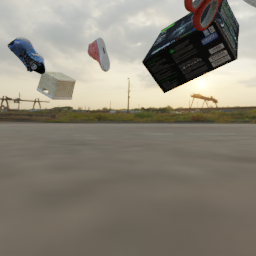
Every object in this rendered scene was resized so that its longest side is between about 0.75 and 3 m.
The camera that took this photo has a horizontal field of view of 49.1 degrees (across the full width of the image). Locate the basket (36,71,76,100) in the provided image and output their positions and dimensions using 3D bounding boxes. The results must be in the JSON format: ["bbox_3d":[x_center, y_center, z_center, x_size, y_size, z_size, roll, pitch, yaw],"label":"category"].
[{"bbox_3d":[-2.917,-1.732,11.429,1.102,0.894,1.112,29,22,29],"label":"basket"}]

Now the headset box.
[{"bbox_3d":[2.016,-2.640,8.575,2.360,1.258,2.711,-22,27,37],"label":"headset box"}]

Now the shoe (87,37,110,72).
[{"bbox_3d":[-1.260,-3.033,11.981,0.698,1.535,0.548,-18,-10,33],"label":"shoe"}]

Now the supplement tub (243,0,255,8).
[{"bbox_3d":[2.702,-2.994,4.274,1.463,1.463,2.085,0,-42,-11],"label":"supplement tub"}]

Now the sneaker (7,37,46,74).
[{"bbox_3d":[-2.541,-1.827,7.265,0.528,0.599,1.343,-33,-23,8],"label":"sneaker"}]

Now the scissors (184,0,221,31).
[{"bbox_3d":[2.126,-3.126,5.493,0.206,2.961,1.083,36,-11,38],"label":"scissors"}]
